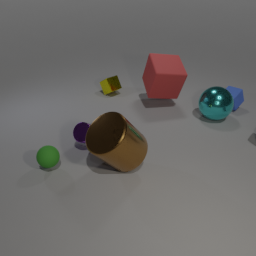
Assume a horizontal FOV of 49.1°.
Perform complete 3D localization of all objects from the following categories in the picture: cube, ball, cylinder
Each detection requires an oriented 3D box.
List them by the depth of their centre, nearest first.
[{"bbox_3d":[-0.319,0.437,8.425,1.400,1.400,1.400,-17,54,25],"label":"cylinder"},{"bbox_3d":[-2.471,0.888,8.663,0.700,0.700,0.700,0,30,0],"label":"ball"},{"bbox_3d":[-1.425,0.192,9.692,0.700,0.700,0.700,14,-3,24],"label":"cylinder"},{"bbox_3d":[3.614,-1.010,11.523,1.400,1.400,1.400,0,30,0],"label":"ball"},{"bbox_3d":[1.557,-2.252,12.254,1.400,1.400,1.400,0,50,-14],"label":"cube"},{"bbox_3d":[4.611,-1.331,12.415,0.700,0.700,0.700,-43,42,-17],"label":"cube"},{"bbox_3d":[-0.861,-2.134,13.970,0.700,0.700,0.700,-25,6,-37],"label":"cube"}]
